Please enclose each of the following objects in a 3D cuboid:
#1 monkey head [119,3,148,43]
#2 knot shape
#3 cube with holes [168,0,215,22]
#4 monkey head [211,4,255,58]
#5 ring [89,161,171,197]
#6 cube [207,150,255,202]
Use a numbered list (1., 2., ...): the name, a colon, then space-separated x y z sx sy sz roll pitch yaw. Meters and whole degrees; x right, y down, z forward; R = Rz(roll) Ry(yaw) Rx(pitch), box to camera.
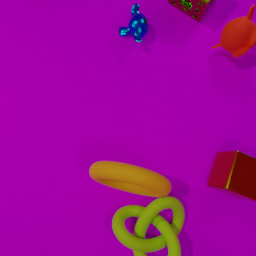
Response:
1. monkey head: 0.152 -2.864 7.934 0.826 0.692 1.148 -5 82 -1
2. knot shape: 0.625 2.671 6.819 1.888 0.873 1.767 -9 70 -8
3. cube with holes: 1.935 -3.938 7.803 1.138 1.138 1.138 35 91 5
4. monkey head: 3.023 -2.491 7.481 0.917 1.521 1.094 49 48 6
5. ring: 0.044 1.219 6.580 1.951 1.951 0.390 14 71 2
6. cube: 2.737 1.191 7.019 0.961 0.961 0.961 22 79 -9
